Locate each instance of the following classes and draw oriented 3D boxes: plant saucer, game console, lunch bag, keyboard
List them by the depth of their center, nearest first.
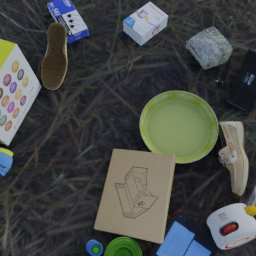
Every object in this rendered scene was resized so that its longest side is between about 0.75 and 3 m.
[{"bbox_3d":[1.874,4.065,9.271,1.864,0.327,2.108,32,72,13],"label":"game console"},{"bbox_3d":[1.937,-0.034,10.857,2.994,0.465,2.994,0,69,0],"label":"plant saucer"},{"bbox_3d":[4.770,-2.154,11.811,1.885,0.306,2.967,28,70,4],"label":"keyboard"},{"bbox_3d":[3.359,-3.325,11.839,1.312,1.090,1.564,-25,70,-13],"label":"lunch bag"}]

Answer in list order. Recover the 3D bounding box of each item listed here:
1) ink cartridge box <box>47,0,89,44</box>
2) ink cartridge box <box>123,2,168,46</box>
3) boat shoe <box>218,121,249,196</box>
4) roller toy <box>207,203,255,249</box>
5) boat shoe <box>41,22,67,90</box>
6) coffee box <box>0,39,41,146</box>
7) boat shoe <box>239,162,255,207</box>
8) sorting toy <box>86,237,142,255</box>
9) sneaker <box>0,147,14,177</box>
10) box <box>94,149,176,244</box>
[{"bbox_3d":[-2.767,-4.994,12.844,1.047,0.493,2.228,-27,70,-11],"label":"ink cartridge box"},{"bbox_3d":[0.792,-4.718,12.613,1.679,0.711,1.213,-40,73,-16],"label":"ink cartridge box"},{"bbox_3d":[3.743,1.053,10.195,0.916,1.012,2.839,3,59,8],"label":"boat shoe"},{"bbox_3d":[3.340,3.102,8.984,1.418,1.555,1.086,-6,51,-17],"label":"roller toy"},{"bbox_3d":[-3.042,-2.940,11.821,1.008,0.907,2.793,4,86,-9],"label":"boat shoe"},{"bbox_3d":[-5.432,-1.464,10.130,2.880,2.848,2.876,18,69,7],"label":"coffee box"},{"bbox_3d":[4.977,1.828,9.913,1.021,1.038,2.786,32,80,2],"label":"boat shoe"},{"bbox_3d":[-0.873,4.303,8.936,2.536,1.041,1.524,-23,84,-21],"label":"sorting toy"},{"bbox_3d":[-5.600,1.140,10.127,2.741,0.903,1.075,9,66,3],"label":"sneaker"},{"bbox_3d":[0.281,2.200,9.623,2.389,0.311,2.923,3,66,23],"label":"box"}]
